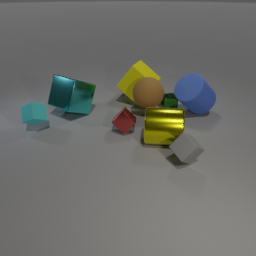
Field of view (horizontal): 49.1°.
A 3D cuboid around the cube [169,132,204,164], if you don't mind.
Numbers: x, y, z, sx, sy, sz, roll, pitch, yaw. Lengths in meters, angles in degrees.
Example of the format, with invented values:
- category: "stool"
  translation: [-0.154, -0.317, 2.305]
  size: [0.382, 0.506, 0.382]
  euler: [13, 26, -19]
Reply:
- category: "cube"
  translation: [1.925, 0.664, 9.160]
  size: [0.700, 0.700, 0.700]
  euler: [20, 27, -53]

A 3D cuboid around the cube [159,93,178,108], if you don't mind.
- category: "cube"
  translation: [1.937, -1.218, 13.398]
  size: [0.700, 0.700, 0.700]
  euler: [-6, 29, -12]

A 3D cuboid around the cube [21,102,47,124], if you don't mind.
- category: "cube"
  translation: [-3.800, -0.584, 11.351]
  size: [0.700, 0.700, 0.700]
  euler: [-16, -13, 31]

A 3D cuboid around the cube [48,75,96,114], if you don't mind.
- category: "cube"
  translation: [-2.538, -1.504, 12.691]
  size: [1.400, 1.400, 1.400]
  euler: [19, 8, 32]

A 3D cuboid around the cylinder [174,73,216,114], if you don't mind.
- category: "cylinder"
  translation: [3.005, -1.511, 12.509]
  size: [1.400, 1.400, 1.400]
  euler: [31, 2, -44]

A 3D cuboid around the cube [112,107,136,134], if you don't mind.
- category: "cube"
  translation: [-0.147, -0.317, 11.304]
  size: [0.700, 0.700, 0.700]
  euler: [43, 16, -11]

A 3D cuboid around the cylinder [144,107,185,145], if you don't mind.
- category: "cylinder"
  translation: [1.339, -0.063, 10.447]
  size: [1.400, 1.400, 1.400]
  euler: [3, 28, 6]

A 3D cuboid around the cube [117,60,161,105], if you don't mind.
- category: "cube"
  translation: [0.548, -2.277, 13.927]
  size: [1.400, 1.400, 1.400]
  euler: [41, 30, -2]

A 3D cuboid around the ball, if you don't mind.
- category: "ball"
  translation: [0.908, -1.569, 12.494]
  size: [1.400, 1.400, 1.400]
  euler: [0, 28, 0]
